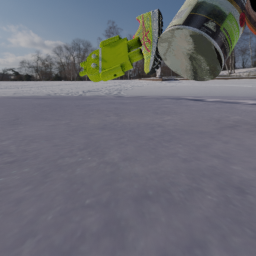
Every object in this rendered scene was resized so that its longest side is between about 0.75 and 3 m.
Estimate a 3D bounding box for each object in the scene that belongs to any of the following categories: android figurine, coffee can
[{"bbox_3d":[-0.212,-0.819,3.323,0.803,0.165,0.731,-16,48,15],"label":"android figurine"},{"bbox_3d":[2.462,-3.140,8.571,2.051,2.803,2.051,29,-20,11],"label":"coffee can"}]

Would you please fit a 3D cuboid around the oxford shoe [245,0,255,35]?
[{"bbox_3d":[3.439,-2.322,6.434,0.896,2.519,0.914,-32,-39,11],"label":"oxford shoe"}]

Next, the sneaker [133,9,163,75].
[{"bbox_3d":[0.703,-3.134,10.409,1.082,2.396,0.937,2,-5,20],"label":"sneaker"}]
